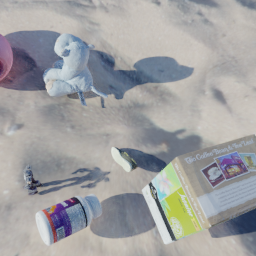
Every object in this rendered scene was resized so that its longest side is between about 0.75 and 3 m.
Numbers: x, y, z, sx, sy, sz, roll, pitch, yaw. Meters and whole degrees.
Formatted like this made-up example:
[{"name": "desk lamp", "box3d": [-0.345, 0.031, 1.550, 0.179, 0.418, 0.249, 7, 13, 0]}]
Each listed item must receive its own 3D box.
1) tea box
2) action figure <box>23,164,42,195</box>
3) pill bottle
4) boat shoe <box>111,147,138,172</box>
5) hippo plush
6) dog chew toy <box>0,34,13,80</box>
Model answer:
[{"name": "tea box", "box3d": [1.804, 1.398, 6.271, 2.151, 2.116, 1.437, -13, 64, -24]}, {"name": "action figure", "box3d": [-2.529, 1.357, 7.214, 0.333, 0.961, 0.625, -3, 48, 0]}, {"name": "pill bottle", "box3d": [-1.380, 2.119, 6.718, 1.439, 0.802, 0.802, -16, 61, -34]}, {"name": "boat shoe", "box3d": [-0.118, 0.853, 7.844, 0.302, 0.361, 1.009, -11, 37, -34]}, {"name": "hippo plush", "box3d": [-1.798, -1.839, 8.453, 1.636, 1.651, 2.054, -25, 59, -19]}, {"name": "dog chew toy", "box3d": [-5.016, -2.728, 8.936, 1.854, 1.854, 2.978, -36, 67, -17]}]
